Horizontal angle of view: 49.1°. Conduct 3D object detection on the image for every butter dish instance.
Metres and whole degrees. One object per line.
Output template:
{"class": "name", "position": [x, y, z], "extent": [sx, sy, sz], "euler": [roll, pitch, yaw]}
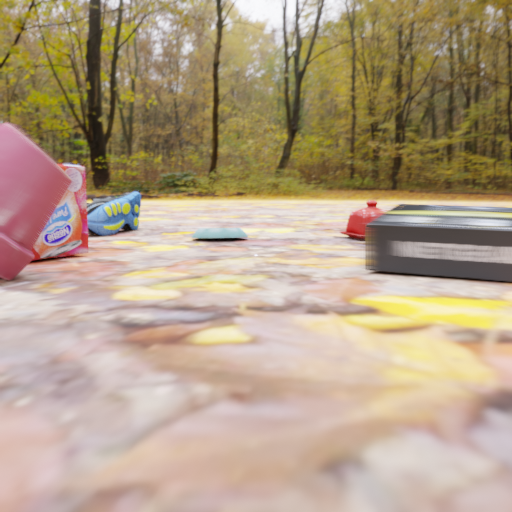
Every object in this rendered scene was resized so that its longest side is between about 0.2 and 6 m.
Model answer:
{"class": "butter dish", "position": [2.573, -0.808, 12.489], "extent": [1.163, 0.860, 1.160], "euler": [-3, 7, -17]}

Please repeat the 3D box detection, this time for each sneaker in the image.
{"class": "sneaker", "position": [-3.728, -1.116, 14.197], "extent": [1.221, 1.045, 2.947], "euler": [8, 11, 9]}

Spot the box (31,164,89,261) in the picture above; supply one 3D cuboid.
{"class": "box", "position": [-4.470, -0.763, 9.376], "extent": [3.157, 1.507, 1.574], "euler": [4, 8, 32]}

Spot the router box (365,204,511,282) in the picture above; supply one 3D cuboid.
{"class": "router box", "position": [2.979, -0.236, 7.626], "extent": [2.541, 0.664, 1.998], "euler": [5, 14, 27]}

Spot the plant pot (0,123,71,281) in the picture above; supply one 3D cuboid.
{"class": "plant pot", "position": [-3.118, -0.740, 6.778], "extent": [1.596, 1.429, 1.596], "euler": [38, -10, 8]}

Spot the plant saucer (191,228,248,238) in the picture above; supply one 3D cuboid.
{"class": "plant saucer", "position": [-0.796, -0.500, 12.211], "extent": [1.245, 0.224, 1.245], "euler": [-1, 2, 0]}
